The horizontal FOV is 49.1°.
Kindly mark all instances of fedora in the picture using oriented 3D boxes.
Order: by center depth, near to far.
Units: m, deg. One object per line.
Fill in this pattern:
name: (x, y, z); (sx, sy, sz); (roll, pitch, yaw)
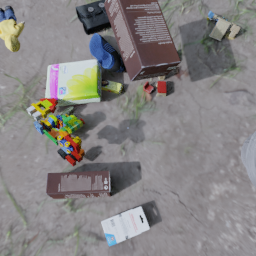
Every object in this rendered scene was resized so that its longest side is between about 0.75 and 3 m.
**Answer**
fedora: (4.825, 1.076, 9.027); (2.915, 1.316, 2.578); (29, 85, -10)

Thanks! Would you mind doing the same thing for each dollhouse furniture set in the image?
dollhouse furniture set: (0.975, -2.220, 10.880); (1.030, 0.779, 1.915); (0, 68, 0)
dollhouse furniture set: (3.938, -4.335, 12.035); (1.133, 0.783, 1.200); (16, 35, -16)

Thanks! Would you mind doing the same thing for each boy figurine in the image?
boy figurine: (-3.357, -2.830, 8.034); (0.865, 0.448, 1.392); (-19, 75, -5)

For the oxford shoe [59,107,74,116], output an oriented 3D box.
oxford shoe: (-2.378, -0.467, 10.460); (0.932, 0.350, 0.269); (-46, 116, -24)

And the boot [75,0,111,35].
boot: (-0.990, -5.486, 12.228); (2.767, 0.908, 2.280); (-26, 68, -5)

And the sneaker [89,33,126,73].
sneaker: (-0.848, -2.955, 11.250); (0.785, 0.873, 2.240); (-48, 49, 25)

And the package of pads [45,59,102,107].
package of pads: (-2.032, -1.718, 10.612); (2.076, 0.708, 1.604); (-5, 68, 7)

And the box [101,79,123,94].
box: (-0.718, -1.628, 10.926); (0.998, 0.250, 0.376); (15, 70, 5)

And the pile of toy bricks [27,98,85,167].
pile of toy bricks: (-2.158, -0.003, 9.764); (1.317, 1.480, 2.668); (-37, 56, -26)

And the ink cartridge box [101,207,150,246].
ink cartridge box: (-0.080, 3.103, 8.875); (1.355, 0.460, 0.786); (-19, 69, -8)

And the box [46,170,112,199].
box: (-1.544, 1.862, 9.106); (1.987, 0.995, 0.744); (-3, 68, -2)

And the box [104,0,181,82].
box: (0.408, -2.955, 8.623); (1.394, 1.043, 2.784); (-13, 78, -25)
